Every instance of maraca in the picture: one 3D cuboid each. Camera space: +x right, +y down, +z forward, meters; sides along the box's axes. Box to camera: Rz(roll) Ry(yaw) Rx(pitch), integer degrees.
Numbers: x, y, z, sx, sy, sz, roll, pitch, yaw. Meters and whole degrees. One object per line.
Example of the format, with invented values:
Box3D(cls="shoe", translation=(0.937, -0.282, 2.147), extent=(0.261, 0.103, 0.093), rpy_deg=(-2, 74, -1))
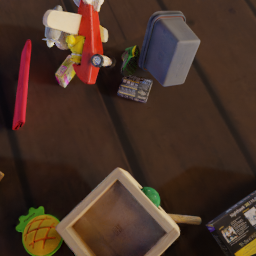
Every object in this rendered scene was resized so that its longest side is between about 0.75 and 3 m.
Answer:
Box3D(cls="maraca", translation=(-2.476, 2.890, 7.859), extent=(1.106, 0.863, 1.613), rpy_deg=(-38, 53, -25))

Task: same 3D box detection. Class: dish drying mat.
Box3D(cls="dish drying mat", translation=(-3.457, -1.409, 9.243), extent=(0.258, 1.089, 2.836), rpy_deg=(9, 71, -28))

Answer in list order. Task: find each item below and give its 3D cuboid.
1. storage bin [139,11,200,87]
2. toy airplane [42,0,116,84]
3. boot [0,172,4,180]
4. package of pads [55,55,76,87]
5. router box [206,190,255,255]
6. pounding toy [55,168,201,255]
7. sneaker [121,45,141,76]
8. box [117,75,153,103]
Box3D(cls="storage bin", translation=(1.416, -2.377, 8.860), extent=(1.496, 2.056, 1.381), rpy_deg=(-12, 51, -24))
Box3D(cls="toy airplane", translation=(-1.534, -3.059, 8.826), extent=(1.876, 2.658, 2.646), rpy_deg=(-3, 54, 24))
Box3D(cls="boot", translation=(-4.543, 1.369, 8.601), extent=(1.398, 0.491, 1.022), rpy_deg=(42, 69, 12))
Box3D(cls="package of pads", translation=(-2.084, -1.957, 9.610), extent=(0.320, 0.725, 0.938), rpy_deg=(28, 72, 9))
Box3D(cls="router box", translation=(3.942, 2.925, 7.867), extent=(2.691, 0.703, 2.116), rpy_deg=(-30, 73, -10))
Box3D(cls="pounding toy", translation=(0.190, 2.597, 7.578), extent=(2.798, 1.989, 2.576), rpy_deg=(-44, 75, -3))
Box3D(cls="sneaker", translation=(0.017, -2.323, 9.838), extent=(0.582, 0.533, 1.365), rpy_deg=(-3, 50, 29))
Box3D(cls="box", translation=(0.247, -1.386, 9.657), extent=(1.031, 0.253, 0.831), rpy_deg=(16, 70, 6))
